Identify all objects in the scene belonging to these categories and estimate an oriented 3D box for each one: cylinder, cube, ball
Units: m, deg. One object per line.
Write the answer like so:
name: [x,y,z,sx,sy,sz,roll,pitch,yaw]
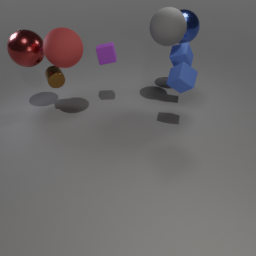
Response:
cylinder: [-2.996,-2.100,11.510,0.700,0.700,0.700,-12,42,-19]
cube: [-0.883,-3.063,11.520,0.700,0.700,0.700,-10,26,5]
ball: [-3.898,-3.054,10.784,1.400,1.400,1.400,0,33,0]
ball: [-2.303,-2.854,9.998,1.400,1.400,1.400,0,33,0]
ball: [2.361,-4.341,12.031,1.400,1.400,1.400,0,33,0]
ball: [1.520,-3.838,10.647,1.400,1.400,1.400,0,33,0]
cube: [2.146,-2.873,11.211,0.700,0.700,0.700,-4,51,31]
cube: [1.888,-1.749,9.788,0.700,0.700,0.700,28,66,-25]
